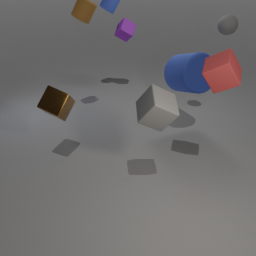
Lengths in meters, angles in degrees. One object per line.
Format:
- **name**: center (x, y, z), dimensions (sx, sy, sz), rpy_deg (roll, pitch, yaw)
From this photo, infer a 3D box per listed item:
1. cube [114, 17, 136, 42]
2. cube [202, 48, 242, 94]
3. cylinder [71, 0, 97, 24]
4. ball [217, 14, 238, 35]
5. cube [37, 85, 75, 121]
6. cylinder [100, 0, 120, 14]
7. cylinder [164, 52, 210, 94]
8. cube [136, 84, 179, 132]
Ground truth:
- **cube**: center (-0.132, -4.740, 13.550), dimensions (0.700, 0.700, 0.700), rpy_deg (23, -19, -24)
- **cube**: center (2.360, -1.418, 7.009), dimensions (0.700, 0.700, 0.700), rpy_deg (-16, 37, 38)
- **cylinder**: center (-1.552, -4.181, 9.903), dimensions (0.700, 0.700, 0.700), rpy_deg (27, 22, -12)
- **ball**: center (3.556, -3.677, 9.987), dimensions (0.700, 0.700, 0.700), rpy_deg (0, 29, 0)
- **cube**: center (-2.055, -0.699, 8.087), dimensions (0.700, 0.700, 0.700), rpy_deg (24, -7, 8)
- **cylinder**: center (-0.795, -5.598, 12.491), dimensions (0.700, 0.700, 0.700), rpy_deg (28, 24, -14)
- **cylinder**: center (2.247, -2.000, 10.207), dimensions (1.400, 1.400, 1.400), rpy_deg (-11, 15, -20)
- **cube**: center (0.674, -0.460, 6.569), dimensions (0.700, 0.700, 0.700), rpy_deg (20, 45, -26)
